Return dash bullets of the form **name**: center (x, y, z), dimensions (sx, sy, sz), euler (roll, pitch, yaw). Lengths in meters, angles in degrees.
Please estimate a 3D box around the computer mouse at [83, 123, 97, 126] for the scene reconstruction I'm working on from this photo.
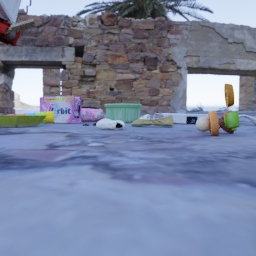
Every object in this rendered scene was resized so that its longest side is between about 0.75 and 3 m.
- **computer mouse**: center (-1.593, -0.172, 12.385), dimensions (0.838, 0.143, 0.246), euler (-2, 5, -19)

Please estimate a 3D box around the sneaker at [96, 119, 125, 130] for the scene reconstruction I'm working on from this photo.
- **sneaker**: center (-0.561, -0.107, 9.332), dimensions (0.979, 0.382, 0.487), euler (-1, 7, -10)

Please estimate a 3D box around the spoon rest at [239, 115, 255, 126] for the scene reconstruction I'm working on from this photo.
- **spoon rest**: center (5.344, -0.328, 12.092), dimensions (1.630, 0.494, 0.810), euler (0, 3, 9)

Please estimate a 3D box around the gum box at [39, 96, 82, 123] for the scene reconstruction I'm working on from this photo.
- **gum box**: center (-3.677, -1.004, 15.381), dimensions (2.548, 1.446, 0.843), euler (2, 4, 31)

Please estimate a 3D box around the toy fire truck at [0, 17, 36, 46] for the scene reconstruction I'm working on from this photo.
- **toy fire truck**: center (-3.559, -2.967, 8.399), dimensions (1.587, 1.021, 1.397), euler (25, 4, 4)

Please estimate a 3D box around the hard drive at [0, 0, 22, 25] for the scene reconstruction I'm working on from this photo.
- **hard drive**: center (-3.562, -4.071, 8.449), dimensions (0.274, 1.356, 2.056), euler (16, -1, -13)

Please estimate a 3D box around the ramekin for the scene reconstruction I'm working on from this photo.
- **ramekin**: center (-0.276, -0.853, 16.245), dimensions (2.151, 1.050, 2.151), euler (0, 3, 0)

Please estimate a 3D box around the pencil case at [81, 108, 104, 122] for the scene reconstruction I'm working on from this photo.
- **pencil case**: center (-2.496, -0.811, 17.077), dimensions (1.999, 0.874, 0.874), euler (1, 2, -29)

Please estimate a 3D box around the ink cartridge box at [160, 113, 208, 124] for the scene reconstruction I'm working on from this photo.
- **ink cartridge box**: center (2.990, -0.532, 15.263), dimensions (1.398, 0.551, 2.811), euler (-1, 5, -20)

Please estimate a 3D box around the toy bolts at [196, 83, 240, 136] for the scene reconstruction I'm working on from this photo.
- **toy bolts**: center (2.297, -0.374, 7.491), dimensions (0.997, 1.373, 1.437), euler (-6, -16, 12)

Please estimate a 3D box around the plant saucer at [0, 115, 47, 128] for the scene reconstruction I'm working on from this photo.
- **plant saucer**: center (-4.716, -0.292, 11.537), dimensions (1.972, 0.472, 1.969), euler (1, 4, 17)

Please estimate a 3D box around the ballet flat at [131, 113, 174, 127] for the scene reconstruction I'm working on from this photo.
- **ballet flat**: center (0.969, -0.313, 11.212), dimensions (1.742, 0.549, 0.598), euler (1, 0, 16)

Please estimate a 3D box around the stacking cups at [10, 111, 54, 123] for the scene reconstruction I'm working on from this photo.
- **stacking cups**: center (-4.771, -0.522, 13.733), dimensions (2.252, 0.681, 0.681), euler (-1, 3, -14)
